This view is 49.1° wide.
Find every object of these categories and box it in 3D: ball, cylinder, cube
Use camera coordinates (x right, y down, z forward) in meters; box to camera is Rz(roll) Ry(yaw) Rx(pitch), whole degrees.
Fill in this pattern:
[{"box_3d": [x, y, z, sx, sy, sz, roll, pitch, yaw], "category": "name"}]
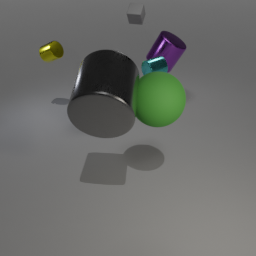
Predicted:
[{"box_3d": [0.749, -0.717, 7.078, 1.400, 1.400, 1.400, 0, 29, 0], "category": "ball"}, {"box_3d": [-0.489, -0.730, 6.114, 1.400, 1.400, 1.400, 3, 51, 5], "category": "cylinder"}, {"box_3d": [1.779, -3.559, 13.122, 1.400, 1.400, 1.400, 21, 38, -18], "category": "cylinder"}, {"box_3d": [0.949, -2.149, 10.035, 0.700, 0.700, 0.700, -22, 35, -22], "category": "cylinder"}, {"box_3d": [0.404, -5.574, 13.671, 0.700, 0.700, 0.700, 11, 71, 15], "category": "cube"}, {"box_3d": [-3.056, -3.042, 11.187, 0.700, 0.700, 0.700, -8, 20, 36], "category": "cylinder"}]
